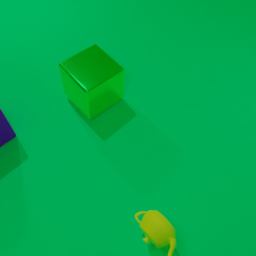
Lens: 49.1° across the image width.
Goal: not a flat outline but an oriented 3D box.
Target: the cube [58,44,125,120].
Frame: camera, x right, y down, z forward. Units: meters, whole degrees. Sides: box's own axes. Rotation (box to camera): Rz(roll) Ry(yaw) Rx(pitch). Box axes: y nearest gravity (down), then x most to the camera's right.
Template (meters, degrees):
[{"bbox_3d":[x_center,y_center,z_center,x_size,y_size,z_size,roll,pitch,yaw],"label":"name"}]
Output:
[{"bbox_3d":[-0.911,-1.184,7.227,1.170,1.170,1.170,-36,67,-23],"label":"cube"}]

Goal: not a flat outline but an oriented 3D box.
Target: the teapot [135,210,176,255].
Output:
[{"bbox_3d":[0.540,1.960,5.248,0.562,0.713,1.147,-40,47,-15],"label":"teapot"}]

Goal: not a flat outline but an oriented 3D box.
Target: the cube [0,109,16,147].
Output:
[{"bbox_3d":[-3.681,-0.147,6.578,1.276,1.276,1.276,-38,70,-22],"label":"cube"}]
